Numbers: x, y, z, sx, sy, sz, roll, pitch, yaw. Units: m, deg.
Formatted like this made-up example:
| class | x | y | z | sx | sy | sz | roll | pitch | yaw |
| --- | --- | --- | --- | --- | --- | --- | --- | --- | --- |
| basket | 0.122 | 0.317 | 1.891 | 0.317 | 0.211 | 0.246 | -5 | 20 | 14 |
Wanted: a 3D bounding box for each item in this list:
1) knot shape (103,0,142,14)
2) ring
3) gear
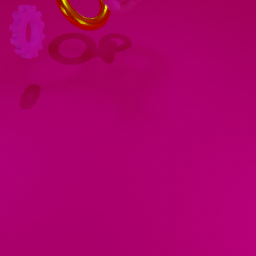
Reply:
| class | x | y | z | sx | sy | sz | roll | pitch | yaw |
| --- | --- | --- | --- | --- | --- | --- | --- | --- | --- |
| knot shape | 0.334 | -4.018 | 7.661 | 2.027 | 0.937 | 1.897 | -37 | 17 | -12 |
| ring | -1.322 | -3.876 | 8.442 | 0.378 | 1.891 | 1.891 | -9 | 35 | 52 |
| gear | -2.143 | -2.061 | 6.037 | 0.200 | 1.081 | 1.081 | 10 | 54 | 9 |
